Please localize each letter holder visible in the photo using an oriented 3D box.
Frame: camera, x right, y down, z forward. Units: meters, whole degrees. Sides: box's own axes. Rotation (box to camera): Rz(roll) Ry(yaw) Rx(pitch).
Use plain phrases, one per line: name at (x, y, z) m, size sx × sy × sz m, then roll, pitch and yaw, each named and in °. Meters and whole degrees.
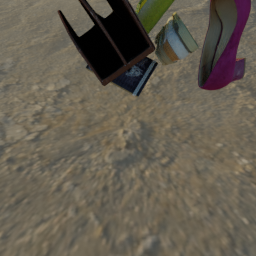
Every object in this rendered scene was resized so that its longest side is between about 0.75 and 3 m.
letter holder at (-0.793, -2.447, 5.945) m, size 1.298 × 1.834 × 2.580 m, roll -35°, pitch 41°, yaw 5°

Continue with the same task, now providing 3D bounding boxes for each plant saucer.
plant saucer at (0.744, -3.215, 6.735) m, size 0.457 × 1.904 × 1.907 m, roll 32°, pitch 35°, yaw -18°

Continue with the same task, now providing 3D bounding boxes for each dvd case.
dvd case at (-0.136, -1.544, 6.982) m, size 1.481 × 0.118 × 1.101 m, roll 29°, pitch 72°, yaw 3°

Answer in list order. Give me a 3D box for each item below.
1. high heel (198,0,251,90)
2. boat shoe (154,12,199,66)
high heel at (1.979, -2.220, 6.141) m, size 1.306 × 2.716 × 0.916 m, roll -19°, pitch 13°, yaw -30°
boat shoe at (1.134, -2.286, 7.217) m, size 0.907 × 0.991 × 2.652 m, roll -33°, pitch 14°, yaw 20°
